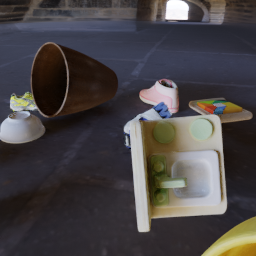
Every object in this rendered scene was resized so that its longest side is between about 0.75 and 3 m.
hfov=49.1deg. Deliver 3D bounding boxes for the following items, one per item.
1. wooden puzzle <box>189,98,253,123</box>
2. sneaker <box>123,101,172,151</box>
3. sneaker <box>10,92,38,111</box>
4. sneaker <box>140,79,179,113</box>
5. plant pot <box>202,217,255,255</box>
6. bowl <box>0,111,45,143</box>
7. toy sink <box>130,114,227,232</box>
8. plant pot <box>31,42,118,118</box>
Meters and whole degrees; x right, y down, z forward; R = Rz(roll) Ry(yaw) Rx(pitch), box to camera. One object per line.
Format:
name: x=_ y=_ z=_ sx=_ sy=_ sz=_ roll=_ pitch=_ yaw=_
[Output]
wooden puzzle: x=3.709 y=-0.808 z=11.357 sx=1.821 sy=0.367 sz=1.969 roll=-7 pitch=27 yaw=-14
sneaker: x=0.771 y=0.403 z=8.275 sx=1.658 sy=1.160 sz=2.871 roll=-19 pitch=36 yaw=-4
sneaker: x=-3.946 y=-1.117 z=11.617 sx=1.819 sy=0.695 sz=0.686 roll=-6 pitch=25 yaw=-14
sneaker: x=1.329 y=-1.596 z=11.973 sx=0.911 sy=1.265 sz=2.420 roll=-16 pitch=29 yaw=-25
plant pot: x=2.335 y=2.098 z=3.462 sx=2.436 sy=2.436 sz=2.292 roll=22 pitch=19 yaw=38
bowl: x=-3.670 y=-0.128 z=9.628 sx=1.530 sy=0.687 sz=1.530 roll=0 pitch=27 yaw=0
toy sink: x=0.967 y=0.669 z=5.441 sx=1.516 sy=1.764 sz=2.706 roll=-5 pitch=-1 yaw=7
plant pot: x=-1.934 y=-1.839 z=11.358 sx=2.937 sy=2.745 sz=2.745 roll=-5 pitch=22 yaw=-45
